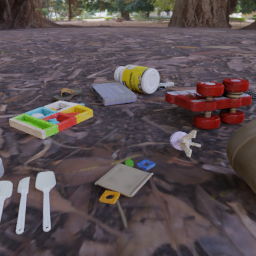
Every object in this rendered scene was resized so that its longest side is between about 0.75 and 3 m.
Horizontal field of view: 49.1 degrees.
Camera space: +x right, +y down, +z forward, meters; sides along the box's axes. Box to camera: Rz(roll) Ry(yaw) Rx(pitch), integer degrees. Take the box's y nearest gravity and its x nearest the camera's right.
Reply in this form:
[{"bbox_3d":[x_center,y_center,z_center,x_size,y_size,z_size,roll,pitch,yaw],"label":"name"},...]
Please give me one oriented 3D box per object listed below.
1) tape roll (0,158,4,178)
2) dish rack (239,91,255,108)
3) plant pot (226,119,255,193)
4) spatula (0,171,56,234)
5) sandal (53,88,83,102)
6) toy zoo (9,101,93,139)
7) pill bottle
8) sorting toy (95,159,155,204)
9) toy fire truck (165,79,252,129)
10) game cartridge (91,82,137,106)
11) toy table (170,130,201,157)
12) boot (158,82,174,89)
[{"bbox_3d":[-3.897,1.124,7.441,1.068,0.353,1.068,1,24,0],"label":"tape roll"},{"bbox_3d":[4.876,-1.322,12.537,2.013,0.549,1.544,-1,26,-6],"label":"dish rack"},{"bbox_3d":[3.452,0.933,6.372,1.942,1.942,1.685,-1,40,-2],"label":"plant pot"},{"bbox_3d":[-2.389,1.691,6.456,1.452,0.168,2.089,-6,25,-14],"label":"spatula"},{"bbox_3d":[-2.838,-1.679,13.266,0.769,0.514,1.882,15,29,29],"label":"sandal"},{"bbox_3d":[-2.761,-0.478,10.929,1.942,0.303,2.960,17,31,33],"label":"toy zoo"},{"bbox_3d":[0.381,-2.542,14.284,1.252,1.252,2.249,-23,31,-40],"label":"pill bottle"},{"bbox_3d":[-0.094,1.348,7.078,1.154,0.279,2.049,10,26,30],"label":"sorting toy"},{"bbox_3d":[3.175,-1.157,10.944,2.824,1.583,2.371,-10,23,-22],"label":"toy fire truck"},{"bbox_3d":[-0.710,-1.664,13.392,1.577,0.467,2.433,-5,25,-20],"label":"game cartridge"},{"bbox_3d":[1.721,0.429,8.303,0.855,0.786,0.501,0,7,-37],"label":"toy table"},{"bbox_3d":[2.001,-2.186,14.702,0.829,0.305,0.396,-4,34,6],"label":"boot"}]
